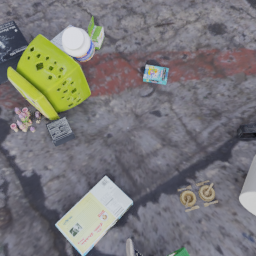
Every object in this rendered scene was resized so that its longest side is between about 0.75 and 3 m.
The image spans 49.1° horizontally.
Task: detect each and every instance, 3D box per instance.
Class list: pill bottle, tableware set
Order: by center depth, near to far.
[{"bbox_3d":[2.425,2.326,9.688,1.270,0.255,0.840,-14,63,-7],"label":"tableware set"},{"bbox_3d":[-1.815,-3.040,10.194,1.001,1.785,1.001,0,95,1],"label":"pill bottle"}]

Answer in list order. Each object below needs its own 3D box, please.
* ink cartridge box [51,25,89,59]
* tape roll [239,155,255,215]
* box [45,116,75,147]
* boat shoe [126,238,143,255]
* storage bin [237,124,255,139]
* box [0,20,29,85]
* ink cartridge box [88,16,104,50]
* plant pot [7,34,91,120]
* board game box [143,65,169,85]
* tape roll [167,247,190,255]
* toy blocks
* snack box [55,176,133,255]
[{"bbox_3d":[-2.647,-4.019,13.001,1.412,0.311,1.438,34,67,20],"label":"ink cartridge box"},{"bbox_3d":[4.857,1.942,8.754,2.269,2.269,1.558,25,65,13],"label":"tape roll"},{"bbox_3d":[-2.576,0.137,10.694,0.844,0.520,0.837,-24,65,-12],"label":"box"},{"bbox_3d":[0.241,3.989,8.807,0.461,0.371,0.994,8,51,-24],"label":"boat shoe"},{"bbox_3d":[4.647,0.124,10.697,0.786,0.531,0.368,-3,62,-1],"label":"storage bin"},{"bbox_3d":[-5.305,-3.254,12.104,2.040,1.218,2.075,-29,67,-14],"label":"box"},{"bbox_3d":[-1.441,-4.304,12.661,0.453,1.196,0.884,11,63,6],"label":"ink cartridge box"},{"bbox_3d":[-3.053,-1.755,10.803,2.265,2.254,2.056,38,75,17],"label":"plant pot"},{"bbox_3d":[1.212,-2.318,12.157,1.007,0.236,0.760,9,63,5],"label":"board game box"},{"bbox_3d":[0.788,4.069,7.687,2.143,2.143,0.515,-26,68,-13],"label":"tape roll"},{"bbox_3d":[-3.977,-0.379,10.808,0.958,0.807,0.896,4,62,2],"label":"toy blocks"},{"bbox_3d":[-1.083,2.862,9.304,1.332,0.425,2.293,41,69,19],"label":"snack box"}]
